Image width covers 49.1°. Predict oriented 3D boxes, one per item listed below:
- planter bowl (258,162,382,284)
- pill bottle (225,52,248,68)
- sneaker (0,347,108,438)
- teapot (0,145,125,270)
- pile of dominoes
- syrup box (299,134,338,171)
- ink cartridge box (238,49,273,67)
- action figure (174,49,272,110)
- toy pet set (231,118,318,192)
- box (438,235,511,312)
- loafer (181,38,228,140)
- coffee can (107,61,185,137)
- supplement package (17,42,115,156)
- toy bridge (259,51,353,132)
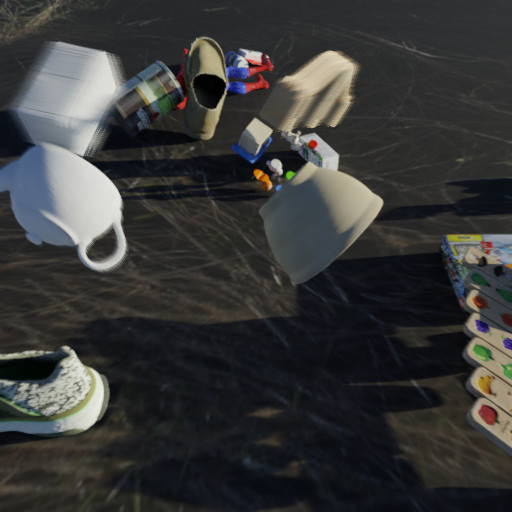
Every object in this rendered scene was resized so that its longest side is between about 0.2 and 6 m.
[{"bbox_3d":[0.642,-0.497,6.597,0.951,1.413,1.413,46,49,-5],"label":"planter bowl"},{"bbox_3d":[-0.589,-5.882,17.027,0.430,0.430,0.755,-22,45,-23],"label":"pill bottle"},{"bbox_3d":[-3.749,1.717,7.593,3.246,1.438,1.248,-7,42,-8],"label":"sneaker"},{"bbox_3d":[-2.753,-0.657,7.815,1.606,1.585,1.173,17,67,21],"label":"teapot"},{"bbox_3d":[4.450,1.390,7.965,2.925,0.597,3.752,18,47,1],"label":"pile of dominoes"},{"bbox_3d":[1.431,-2.371,13.014,0.454,0.439,1.114,-18,44,-19],"label":"syrup box"},{"bbox_3d":[0.008,-6.087,17.228,0.890,0.199,0.785,-7,37,-38],"label":"ink cartridge box"},{"bbox_3d":[-1.488,-5.024,15.442,3.457,1.128,1.711,-22,62,-24],"label":"action figure"},{"bbox_3d":[0.250,-2.208,12.747,1.610,0.916,1.725,35,64,2],"label":"toy pet set"},{"bbox_3d":[4.653,0.278,9.988,2.350,0.443,1.605,0,41,0],"label":"box"},{"bbox_3d":[-1.201,-4.349,14.062,1.154,1.023,3.035,10,64,-26],"label":"loafer"},{"bbox_3d":[-2.744,-3.858,13.787,1.597,1.169,1.169,-38,51,-11],"label":"coffee can"},{"bbox_3d":[-3.056,-2.582,9.210,0.885,0.852,1.556,14,65,6],"label":"supplement package"},{"bbox_3d":[1.216,-3.057,10.383,0.548,1.353,4.027,37,23,8],"label":"toy bridge"}]
